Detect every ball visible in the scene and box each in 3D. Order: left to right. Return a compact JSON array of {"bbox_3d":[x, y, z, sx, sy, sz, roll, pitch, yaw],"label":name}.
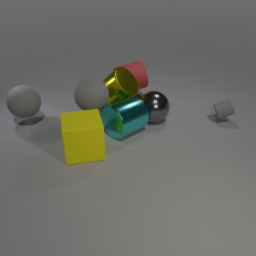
[{"bbox_3d":[-4.415,-1.109,11.898,1.400,1.400,1.400,0,30,0],"label":"ball"},{"bbox_3d":[-1.475,-1.331,11.324,1.400,1.400,1.400,0,30,0],"label":"ball"},{"bbox_3d":[1.122,-0.915,12.221,1.400,1.400,1.400,0,30,0],"label":"ball"}]

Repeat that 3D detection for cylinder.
[{"bbox_3d":[-0.483,-1.733,12.351,1.400,1.400,1.400,-31,9,38],"label":"cylinder"},{"bbox_3d":[-0.125,-0.435,11.353,1.400,1.400,1.400,-24,38,-35],"label":"cylinder"},{"bbox_3d":[0.131,-2.537,14.086,1.400,1.400,1.400,-18,33,-9],"label":"cylinder"},{"bbox_3d":[4.180,-0.830,12.197,0.700,0.700,0.700,-22,27,14],"label":"cylinder"}]

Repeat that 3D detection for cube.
[{"bbox_3d":[-1.633,0.294,10.098,1.400,1.400,1.400,-7,31,-11],"label":"cube"}]
